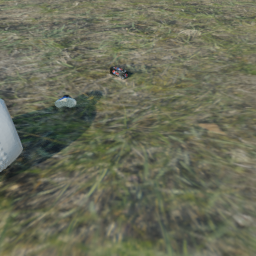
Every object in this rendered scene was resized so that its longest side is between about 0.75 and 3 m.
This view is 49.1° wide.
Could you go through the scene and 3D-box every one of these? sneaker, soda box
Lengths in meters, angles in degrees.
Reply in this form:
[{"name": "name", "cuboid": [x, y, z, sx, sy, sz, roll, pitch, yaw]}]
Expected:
[{"name": "sneaker", "cuboid": [-1.848, -0.862, 8.763, 0.854, 0.328, 0.475, -6, 29, 37]}, {"name": "soda box", "cuboid": [-0.362, -2.179, 11.011, 0.787, 0.278, 0.249, 30, 39, 33]}]

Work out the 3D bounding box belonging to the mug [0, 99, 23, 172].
[{"name": "mug", "cuboid": [-3.712, 0.073, 5.778, 2.444, 2.787, 2.058, -21, 41, -20]}]
